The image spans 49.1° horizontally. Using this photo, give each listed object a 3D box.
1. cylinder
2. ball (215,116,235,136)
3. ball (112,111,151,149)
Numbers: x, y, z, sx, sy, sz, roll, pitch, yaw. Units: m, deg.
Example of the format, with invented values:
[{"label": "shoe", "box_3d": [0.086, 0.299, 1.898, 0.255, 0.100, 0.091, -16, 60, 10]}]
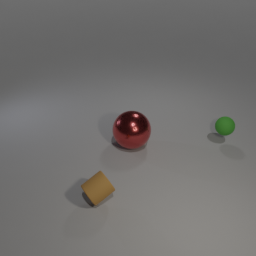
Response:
[{"label": "cylinder", "box_3d": [-0.833, 1.668, 7.802, 0.700, 0.700, 0.700, -37, 42, -11]}, {"label": "ball", "box_3d": [3.542, -0.072, 10.226, 0.700, 0.700, 0.700, 0, 31, 0]}, {"label": "ball", "box_3d": [0.138, 0.069, 10.149, 1.400, 1.400, 1.400, 0, 31, 0]}]
